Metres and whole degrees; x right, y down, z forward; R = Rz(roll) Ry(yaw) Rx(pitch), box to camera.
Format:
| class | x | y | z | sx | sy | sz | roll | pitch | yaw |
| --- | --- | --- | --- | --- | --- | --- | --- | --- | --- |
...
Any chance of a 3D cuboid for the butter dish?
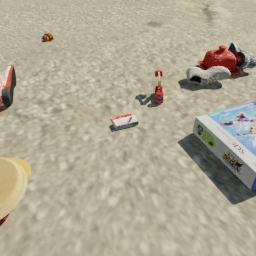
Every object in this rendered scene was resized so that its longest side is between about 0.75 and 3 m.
| class | x | y | z | sx | sy | sz | roll | pitch | yaw |
| --- | --- | --- | --- | --- | --- | --- | --- | --- | --- |
| butter dish | 3.923 | -2.968 | 11.907 | 1.478 | 1.092 | 1.473 | -6 | 39 | -8 |

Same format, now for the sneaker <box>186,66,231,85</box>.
| class | x | y | z | sx | sy | sz | roll | pitch | yaw |
| --- | --- | --- | --- | --- | --- | --- | --- | --- | --- |
| sneaker | 3.162 | -1.985 | 11.114 | 1.730 | 0.655 | 0.796 | 1 | 44 | 14 |

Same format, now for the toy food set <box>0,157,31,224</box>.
| class | x | y | z | sx | sy | sz | roll | pitch | yaw |
| --- | --- | --- | --- | --- | --- | --- | --- | --- | --- |
| toy food set | -3.540 | 1.507 | 6.585 | 2.297 | 0.564 | 2.320 | -6 | 38 | -7 |

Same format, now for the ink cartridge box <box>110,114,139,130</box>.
| class | x | y | z | sx | sy | sz | roll | pitch | yaw |
| --- | --- | --- | --- | --- | --- | --- | --- | --- | --- |
| ink cartridge box | -0.128 | -0.274 | 9.201 | 0.785 | 0.171 | 0.681 | -14 | 41 | -17 |

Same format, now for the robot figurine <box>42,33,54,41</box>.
| class | x | y | z | sx | sy | sz | roll | pitch | yaw |
| --- | --- | --- | --- | --- | --- | --- | --- | --- | --- |
| robot figurine | -4.303 | -4.951 | 15.149 | 0.605 | 0.243 | 0.834 | -13 | 40 | -19 |

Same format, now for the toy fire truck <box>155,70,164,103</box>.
| class | x | y | z | sx | sy | sz | roll | pitch | yaw |
| --- | --- | --- | --- | --- | --- | --- | --- | --- | --- |
| toy fire truck | 1.146 | -1.530 | 10.279 | 0.284 | 0.822 | 1.165 | 0 | 37 | 1 |

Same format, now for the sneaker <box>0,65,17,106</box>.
| class | x | y | z | sx | sy | sz | roll | pitch | yaw |
| --- | --- | --- | --- | --- | --- | --- | --- | --- | --- |
| sneaker | -4.918 | -1.632 | 10.430 | 1.267 | 0.789 | 2.363 | -6 | 41 | -11 |

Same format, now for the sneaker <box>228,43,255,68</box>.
| class | x | y | z | sx | sy | sz | roll | pitch | yaw |
| --- | --- | --- | --- | --- | --- | --- | --- | --- | --- |
| sneaker | 5.066 | -3.155 | 12.542 | 0.886 | 0.801 | 2.079 | 11 | 35 | -12 |

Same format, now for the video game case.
| class | x | y | z | sx | sy | sz | roll | pitch | yaw |
| --- | --- | --- | --- | --- | --- | --- | --- | --- | --- |
| video game case | 3.811 | 0.266 | 8.117 | 2.841 | 0.646 | 2.575 | -15 | 41 | -19 |
